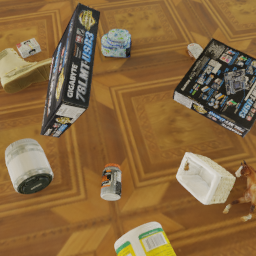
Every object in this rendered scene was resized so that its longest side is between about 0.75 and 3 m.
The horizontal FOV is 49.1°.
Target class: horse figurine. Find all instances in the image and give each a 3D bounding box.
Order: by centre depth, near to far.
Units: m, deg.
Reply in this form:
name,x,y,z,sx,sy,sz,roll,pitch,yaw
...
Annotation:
name,x,y,z,sx,sy,sz,roll,pitch,yaw
horse figurine,4.138,2.332,8.132,2.715,0.678,1.800,31,56,27

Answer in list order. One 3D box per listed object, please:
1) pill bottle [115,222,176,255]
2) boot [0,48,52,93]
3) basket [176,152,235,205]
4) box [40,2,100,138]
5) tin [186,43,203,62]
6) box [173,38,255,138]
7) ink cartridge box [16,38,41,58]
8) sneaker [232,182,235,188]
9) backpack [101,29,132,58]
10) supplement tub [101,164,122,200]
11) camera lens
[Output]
name,x,y,z,sx,sy,sz,roll,pitch,yaw
pill bottle,0.720,3.708,6.834,1.364,1.364,2.418,-21,59,-14
boot,-4.152,-2.598,11.396,2.409,0.877,1.873,-30,62,-14
basket,1.953,1.253,7.078,0.761,0.837,1.234,9,18,-31
box,-1.637,-1.367,7.544,0.679,2.713,2.733,13,69,-26
tin,3.013,-3.257,12.215,0.694,0.260,1.240,-16,57,-15
box,3.184,-1.380,9.009,2.555,0.640,2.574,32,70,14
ink cartridge box,-4.361,-3.526,12.315,0.848,0.351,0.618,-29,61,-18
sneaker,2.839,1.910,8.680,1.066,0.409,0.446,-32,48,-27
backpack,-0.514,-3.680,12.075,1.271,0.934,1.163,1,52,5
supplement tub,-0.505,1.660,8.654,0.626,0.626,1.021,1,55,1
camera lens,-3.051,1.206,8.629,1.164,1.164,1.455,-24,59,-16
